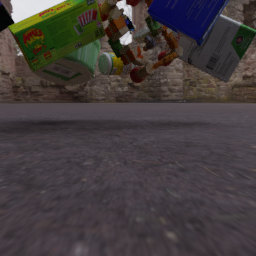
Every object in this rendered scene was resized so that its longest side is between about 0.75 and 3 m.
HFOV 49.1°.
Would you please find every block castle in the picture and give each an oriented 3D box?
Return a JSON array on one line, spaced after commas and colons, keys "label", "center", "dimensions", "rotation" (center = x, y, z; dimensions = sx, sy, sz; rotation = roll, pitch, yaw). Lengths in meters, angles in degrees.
[{"label": "block castle", "center": [0.311, -3.027, 9.108], "dimensions": [1.865, 2.791, 1.309], "rotation": [-36, 12, -23]}]

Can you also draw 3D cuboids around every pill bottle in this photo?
[{"label": "pill bottle", "center": [-0.319, -2.442, 10.744], "dimensions": [1.485, 0.837, 0.837], "rotation": [-8, 10, -34]}]

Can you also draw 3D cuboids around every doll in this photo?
[{"label": "doll", "center": [-0.006, -4.741, 12.653], "dimensions": [0.385, 1.083, 1.588], "rotation": [-23, -10, 16]}]

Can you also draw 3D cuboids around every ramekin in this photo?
[{"label": "ramekin", "center": [-2.350, -2.577, 10.215], "dimensions": [2.594, 1.267, 2.594], "rotation": [3, -14, 1]}]

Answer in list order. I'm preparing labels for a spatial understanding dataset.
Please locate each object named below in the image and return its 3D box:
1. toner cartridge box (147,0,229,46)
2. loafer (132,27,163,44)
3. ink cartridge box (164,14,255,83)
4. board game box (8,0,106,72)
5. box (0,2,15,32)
[{"label": "toner cartridge box", "center": [1.599, -3.077, 5.393], "dimensions": [1.246, 2.623, 0.566], "rotation": [35, 14, 10]}, {"label": "loafer", "center": [0.724, -3.473, 10.740], "dimensions": [0.682, 0.596, 1.897], "rotation": [-45, 22, -4]}, {"label": "ink cartridge box", "center": [2.862, -3.069, 9.894], "dimensions": [2.578, 1.890, 1.071], "rotation": [31, 30, 11]}, {"label": "board game box", "center": [-1.944, -2.777, 8.043], "dimensions": [2.462, 1.251, 0.586], "rotation": [-32, 49, -15]}, {"label": "box", "center": [-3.986, -2.837, 7.644], "dimensions": [1.501, 0.592, 1.060], "rotation": [-36, 40, -10]}]
